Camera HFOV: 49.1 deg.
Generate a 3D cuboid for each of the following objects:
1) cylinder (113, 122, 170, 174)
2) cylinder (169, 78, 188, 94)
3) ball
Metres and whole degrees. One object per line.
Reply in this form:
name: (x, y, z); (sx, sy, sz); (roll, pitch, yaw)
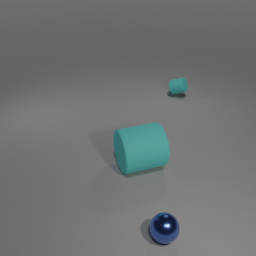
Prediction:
cylinder: (0.392, 0.623, 8.804); (1.400, 1.400, 1.400); (-11, 32, -15)
cylinder: (2.489, -2.078, 13.822); (0.700, 0.700, 0.700); (-5, 23, 36)
ball: (0.862, 2.346, 6.584); (0.700, 0.700, 0.700); (0, 30, 0)
